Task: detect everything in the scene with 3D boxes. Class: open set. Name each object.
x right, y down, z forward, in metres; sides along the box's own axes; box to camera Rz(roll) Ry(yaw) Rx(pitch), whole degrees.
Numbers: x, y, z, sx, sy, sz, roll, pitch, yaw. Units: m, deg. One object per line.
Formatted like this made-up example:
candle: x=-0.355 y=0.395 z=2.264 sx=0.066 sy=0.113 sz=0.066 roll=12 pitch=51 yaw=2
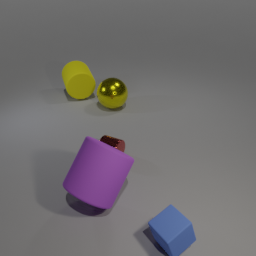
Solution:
cylinder: x=-2.401 y=-2.336 z=13.554 sx=1.400 sy=1.400 sz=1.400 roll=-10 pitch=39 yaw=-17
cylinder: x=-0.750 y=1.124 z=7.214 sx=1.400 sy=1.400 sz=1.400 roll=26 pitch=-3 yaw=1
ball: x=-0.697 y=-1.550 z=12.550 sx=1.400 sy=1.400 sz=1.400 roll=0 pitch=30 yaw=0
cube: x=0.988 y=2.306 z=6.250 sx=0.700 sy=0.700 sz=0.700 roll=-33 pitch=37 yaw=-17
cylinder: x=-0.556 y=0.653 z=9.397 sx=0.700 sy=0.700 sz=0.700 roll=15 pitch=33 yaw=25
